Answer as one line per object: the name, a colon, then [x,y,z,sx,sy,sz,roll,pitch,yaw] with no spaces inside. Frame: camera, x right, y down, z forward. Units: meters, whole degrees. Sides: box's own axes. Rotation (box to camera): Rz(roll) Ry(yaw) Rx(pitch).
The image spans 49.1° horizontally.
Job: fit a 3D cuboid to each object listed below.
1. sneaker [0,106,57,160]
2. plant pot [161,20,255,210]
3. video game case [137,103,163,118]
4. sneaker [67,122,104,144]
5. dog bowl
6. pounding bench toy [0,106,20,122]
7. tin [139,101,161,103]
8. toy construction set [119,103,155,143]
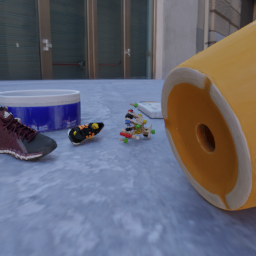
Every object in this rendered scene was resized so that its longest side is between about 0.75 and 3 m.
sneaker: [-2.205,0.049,5.488,1.681,0.971,0.636,3,29,27]
plant pot: [2.020,-0.282,3.724,2.663,2.909,2.909,-20,17,-14]
video game case: [1.770,-0.744,11.174,2.397,0.289,2.629,-2,11,-9]
sneaker: [-0.977,0.047,6.678,0.510,0.396,1.133,-33,-4,24]
dog bowl: [-2.769,-0.613,8.756,2.570,1.012,2.570,-1,12,0]
pounding bench toy: [-3.466,-0.113,7.052,1.203,0.747,0.938,5,13,21]
tin: [1.090,-1.078,12.912,1.208,0.253,0.676,8,19,34]
toy construction set: [0.273,0.023,6.784,0.777,0.844,1.011,14,34,6]
